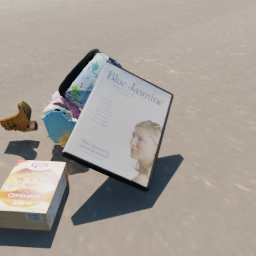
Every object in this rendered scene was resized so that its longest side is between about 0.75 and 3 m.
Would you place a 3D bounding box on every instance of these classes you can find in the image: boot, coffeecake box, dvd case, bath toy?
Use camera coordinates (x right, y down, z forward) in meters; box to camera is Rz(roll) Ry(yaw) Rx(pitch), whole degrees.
[{"bbox_3d":[-3.177,-0.263,7.917,0.934,1.207,0.445,-2,50,2],"label":"boot"},{"bbox_3d":[-2.109,1.427,6.217,1.185,0.564,1.543,2,33,3],"label":"coffeecake box"},{"bbox_3d":[-0.074,-0.164,6.915,2.100,0.258,2.943,25,57,-9],"label":"dvd case"},{"bbox_3d":[-1.824,-0.417,8.574,1.047,1.232,2.833,-14,24,-3],"label":"bath toy"}]

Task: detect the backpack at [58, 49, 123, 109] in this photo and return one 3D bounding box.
[{"bbox_3d":[-0.647,-1.114,8.610,2.448,1.882,1.997,41,83,-2],"label":"backpack"}]
